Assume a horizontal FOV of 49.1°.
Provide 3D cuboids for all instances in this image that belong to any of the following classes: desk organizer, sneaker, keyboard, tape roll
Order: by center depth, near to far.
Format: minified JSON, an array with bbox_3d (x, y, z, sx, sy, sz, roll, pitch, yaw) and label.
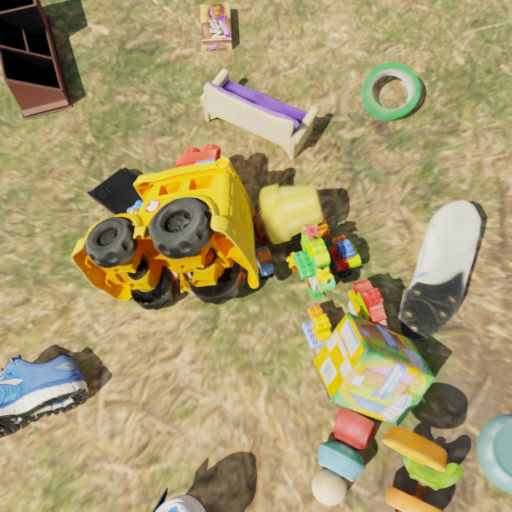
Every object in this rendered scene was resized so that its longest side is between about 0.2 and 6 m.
[{"bbox_3d":[-1.494,4.356,7.643,0.936,1.702,2.324,30,68,14],"label":"sneaker"},{"bbox_3d":[-4.021,2.275,9.234,2.319,0.911,1.034,-16,56,-16],"label":"sneaker"},{"bbox_3d":[3.331,0.302,10.170,0.967,0.976,2.692,22,80,14],"label":"sneaker"},{"bbox_3d":[-2.243,-0.718,10.855,2.270,0.291,1.363,36,58,14],"label":"keyboard"},{"bbox_3d":[2.884,-3.524,12.045,1.206,0.290,1.206,0,88,3],"label":"tape roll"},{"bbox_3d":[-5.054,-4.637,12.364,1.094,1.174,3.050,-17,65,-8],"label":"desk organizer"}]

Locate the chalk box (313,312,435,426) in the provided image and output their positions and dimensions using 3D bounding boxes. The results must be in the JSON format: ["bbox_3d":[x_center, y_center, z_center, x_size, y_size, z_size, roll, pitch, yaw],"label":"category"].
[{"bbox_3d":[1.998,1.850,8.868,1.733,1.073,1.078,23,20,-20],"label":"chalk box"}]

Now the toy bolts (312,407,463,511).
[{"bbox_3d":[1.774,3.276,8.258,2.049,1.958,1.421,19,71,29],"label":"toy bolts"}]

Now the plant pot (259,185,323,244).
[{"bbox_3d":[0.664,-0.820,10.111,0.982,1.044,1.044,-13,63,11],"label":"plant pot"}]

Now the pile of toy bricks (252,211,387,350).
[{"bbox_3d":[0.997,0.036,9.834,1.783,1.587,3.215,-18,65,-9],"label":"pile of toy bricks"}]

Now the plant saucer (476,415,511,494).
[{"bbox_3d":[4.236,3.190,9.048,1.267,0.228,1.267,0,64,0],"label":"plant saucer"}]

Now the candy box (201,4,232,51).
[{"bbox_3d":[-0.947,-5.393,13.208,0.706,0.342,1.210,-3,62,-1],"label":"candy box"}]

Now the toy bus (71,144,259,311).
[{"bbox_3d":[-1.430,-0.680,9.825,2.870,1.948,2.755,-9,56,17],"label":"toy bus"}]

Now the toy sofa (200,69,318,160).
[{"bbox_3d":[0.059,-3.060,11.627,2.304,1.124,0.954,26,65,13],"label":"toy sofa"}]
